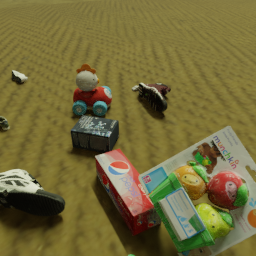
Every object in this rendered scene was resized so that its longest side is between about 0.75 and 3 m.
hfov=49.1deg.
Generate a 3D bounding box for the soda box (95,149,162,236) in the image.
[{"bbox_3d":[-0.066,1.559,7.343,0.826,0.748,2.358,-16,37,-23],"label":"soda box"}]

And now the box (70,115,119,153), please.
[{"bbox_3d":[-1.078,0.195,9.364,1.345,0.720,0.998,9,35,13],"label":"box"}]

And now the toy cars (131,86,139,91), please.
[{"bbox_3d":[0.631,-1.830,12.787,0.933,0.206,0.418,5,34,7],"label":"toy cars"}]

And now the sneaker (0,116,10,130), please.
[{"bbox_3d":[-4.670,-0.285,10.336,0.310,0.415,0.925,-29,44,-35],"label":"sneaker"}]

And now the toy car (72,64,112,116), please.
[{"bbox_3d":[-1.452,-1.662,11.129,1.590,1.797,1.657,2,35,3],"label":"toy car"}]

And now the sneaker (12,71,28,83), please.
[{"bbox_3d":[-5.328,-2.506,13.698,0.487,0.416,1.118,-18,44,-43],"label":"sneaker"}]

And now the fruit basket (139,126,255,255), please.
[{"bbox_3d":[1.696,1.399,5.803,2.342,1.098,2.169,-30,75,7],"label":"fruit basket"}]

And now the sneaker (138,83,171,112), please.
[{"bbox_3d":[1.389,-1.424,11.685,1.252,0.820,2.167,-11,35,-21],"label":"sneaker"}]

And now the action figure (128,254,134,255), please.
[{"bbox_3d":[-0.152,3.392,4.663,1.555,0.720,2.633,7,40,10],"label":"action figure"}]

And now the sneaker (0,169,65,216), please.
[{"bbox_3d":[-2.662,1.529,7.243,2.445,0.906,1.082,8,38,11],"label":"sneaker"}]
